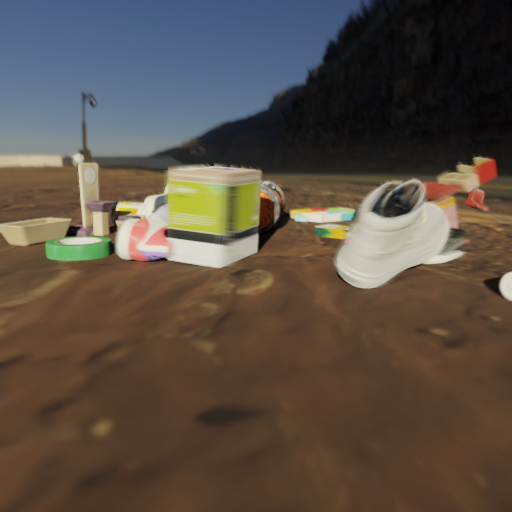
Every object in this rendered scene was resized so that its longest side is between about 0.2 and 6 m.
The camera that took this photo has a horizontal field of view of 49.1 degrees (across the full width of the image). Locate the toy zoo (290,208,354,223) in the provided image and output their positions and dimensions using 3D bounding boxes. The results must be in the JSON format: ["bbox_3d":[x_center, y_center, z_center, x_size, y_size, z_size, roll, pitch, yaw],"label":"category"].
[{"bbox_3d":[1.932,-1.119,15.374,2.124,0.217,1.394,-6,12,-31],"label":"toy zoo"}]

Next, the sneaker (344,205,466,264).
[{"bbox_3d":[2.481,-0.421,9.242,1.976,0.853,0.794,2,31,5],"label":"sneaker"}]

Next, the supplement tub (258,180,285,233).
[{"bbox_3d":[0.038,-1.144,12.920,1.150,1.150,1.876,1,11,8],"label":"supplement tub"}]

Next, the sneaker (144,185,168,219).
[{"bbox_3d":[-1.729,-1.233,13.879,1.218,1.081,2.883,0,20,10],"label":"sneaker"}]

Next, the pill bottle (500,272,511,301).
[{"bbox_3d":[3.351,0.350,6.928,0.632,0.368,0.368,-5,12,-34],"label":"pill bottle"}]

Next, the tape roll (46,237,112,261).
[{"bbox_3d":[-3.120,-0.140,9.884,1.106,0.266,1.106,0,10,0],"label":"tape roll"}]

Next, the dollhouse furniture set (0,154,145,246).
[{"bbox_3d":[-3.797,-1.188,11.446,1.965,1.760,2.480,5,11,24],"label":"dollhouse furniture set"}]

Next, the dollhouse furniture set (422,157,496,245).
[{"bbox_3d":[3.865,-0.980,10.497,2.101,1.131,0.854,-25,22,-24],"label":"dollhouse furniture set"}]

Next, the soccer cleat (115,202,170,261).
[{"bbox_3d":[-1.586,-0.403,10.005,0.921,0.859,2.517,11,15,10],"label":"soccer cleat"}]

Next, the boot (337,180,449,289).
[{"bbox_3d":[2.149,-0.510,7.835,0.926,1.203,2.517,36,43,24],"label":"boot"}]

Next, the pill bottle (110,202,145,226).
[{"bbox_3d":[-2.961,-1.000,13.672,1.100,0.601,0.601,5,11,21],"label":"pill bottle"}]

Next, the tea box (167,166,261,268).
[{"bbox_3d":[-0.670,-0.714,9.415,1.024,1.507,1.532,9,13,21],"label":"tea box"}]

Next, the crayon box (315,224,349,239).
[{"bbox_3d":[1.765,-0.519,12.081,0.864,0.223,0.543,9,14,42],"label":"crayon box"}]
